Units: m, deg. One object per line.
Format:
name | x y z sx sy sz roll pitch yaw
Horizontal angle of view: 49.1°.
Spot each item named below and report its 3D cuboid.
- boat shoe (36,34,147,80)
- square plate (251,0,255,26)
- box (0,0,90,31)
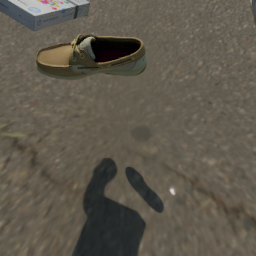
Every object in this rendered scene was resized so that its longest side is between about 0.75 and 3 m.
boat shoe | -0.452 -0.900 3.351 1.370 0.455 0.507 -4 69 -2
square plate | 3.130 -2.701 6.712 0.162 1.125 1.136 -9 27 32
box | -1.727 -2.484 5.534 1.241 0.328 1.592 33 43 13
